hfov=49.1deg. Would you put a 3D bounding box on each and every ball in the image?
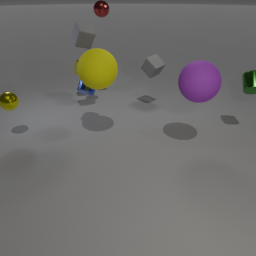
[{"bbox_3d":[-1.169,-5.232,12.307,0.700,0.700,0.700,0,27,0],"label":"ball"},{"bbox_3d":[-1.061,-2.044,9.742,1.400,1.400,1.400,0,27,0],"label":"ball"},{"bbox_3d":[-4.386,-0.984,10.312,0.700,0.700,0.700,0,27,0],"label":"ball"},{"bbox_3d":[2.385,-1.543,9.347,1.400,1.400,1.400,0,27,0],"label":"ball"}]

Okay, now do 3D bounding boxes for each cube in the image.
[{"bbox_3d":[-1.807,-3.675,11.198,0.700,0.700,0.700,1,44,-33],"label":"cube"},{"bbox_3d":[1.166,-2.858,12.957,0.700,0.700,0.700,-30,76,-34],"label":"cube"}]

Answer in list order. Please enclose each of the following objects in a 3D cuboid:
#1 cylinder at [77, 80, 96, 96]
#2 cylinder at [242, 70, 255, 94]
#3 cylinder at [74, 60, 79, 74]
[{"bbox_3d":[-1.605,-1.736,11.177,0.700,0.700,0.700,14,-8,2],"label":"cylinder"},{"bbox_3d":[4.743,-1.731,10.672,0.700,0.700,0.700,4,-17,1],"label":"cylinder"},{"bbox_3d":[-2.286,-3.027,14.096,0.700,0.700,0.700,4,23,-28],"label":"cylinder"}]
